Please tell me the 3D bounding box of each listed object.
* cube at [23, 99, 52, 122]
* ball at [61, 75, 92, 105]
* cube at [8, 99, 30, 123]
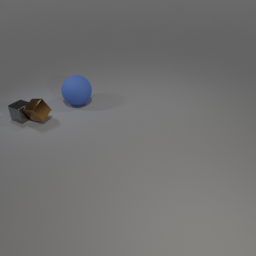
[{"bbox_3d":[-3.827,-0.759,11.815,0.700,0.700,0.700,4,53,36],"label":"cube"},{"bbox_3d":[-2.393,-1.765,13.058,1.400,1.400,1.400,0,33,0],"label":"ball"},{"bbox_3d":[-4.603,-0.721,12.080,0.700,0.700,0.700,17,36,27],"label":"cube"}]
